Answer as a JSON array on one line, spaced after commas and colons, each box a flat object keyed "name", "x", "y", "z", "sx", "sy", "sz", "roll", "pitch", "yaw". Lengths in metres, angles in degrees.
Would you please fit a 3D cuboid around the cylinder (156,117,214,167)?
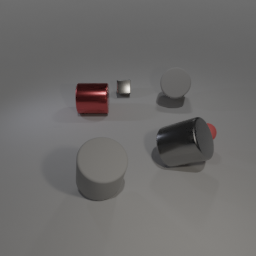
[{"name": "cylinder", "x": 1.881, "y": 0.480, "z": 9.217, "sx": 1.400, "sy": 1.400, "sz": 1.400, "roll": -18, "pitch": 17, "yaw": 36}]

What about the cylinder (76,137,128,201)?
[{"name": "cylinder", "x": -0.789, "y": 1.199, "z": 8.090, "sx": 1.400, "sy": 1.400, "sz": 1.400, "roll": 5, "pitch": 56, "yaw": -8}]

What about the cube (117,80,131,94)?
[{"name": "cube", "x": -0.228, "y": -2.142, "z": 14.627, "sx": 0.700, "sy": 0.700, "sz": 0.700, "roll": -1, "pitch": 7, "yaw": -2}]

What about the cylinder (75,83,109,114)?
[{"name": "cylinder", "x": -1.596, "y": -1.354, "z": 12.843, "sx": 1.400, "sy": 1.400, "sz": 1.400, "roll": 0, "pitch": 31, "yaw": 0}]

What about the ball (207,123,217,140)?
[{"name": "ball", "x": 2.895, "y": 0.167, "z": 10.295, "sx": 0.700, "sy": 0.700, "sz": 0.700, "roll": 0, "pitch": 31, "yaw": 0}]

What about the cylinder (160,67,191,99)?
[{"name": "cylinder", "x": 2.275, "y": -2.119, "z": 13.506, "sx": 1.400, "sy": 1.400, "sz": 1.400, "roll": 4, "pitch": 4, "yaw": 7}]
